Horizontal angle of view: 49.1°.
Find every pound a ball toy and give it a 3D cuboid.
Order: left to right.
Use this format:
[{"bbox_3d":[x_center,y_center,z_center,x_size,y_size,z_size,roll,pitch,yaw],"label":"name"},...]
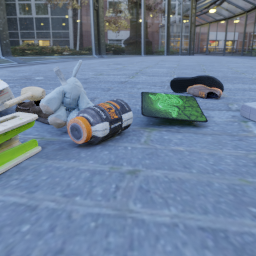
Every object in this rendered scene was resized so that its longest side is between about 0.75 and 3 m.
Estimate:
[{"bbox_3d":[-2.698,0.006,5.876,0.952,1.461,2.240,6,19,18],"label":"pound a ball toy"}]

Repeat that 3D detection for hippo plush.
[{"bbox_3d":[-1.849,-0.758,8.229,1.482,1.861,1.496,-22,7,-18],"label":"hippo plush"}]

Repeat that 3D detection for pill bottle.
[{"bbox_3d":[-0.714,-0.146,7.217,0.939,0.939,1.768,12,22,32],"label":"pill bottle"}]

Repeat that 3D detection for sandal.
[{"bbox_3d":[3.236,-2.088,13.135,2.592,0.974,0.620,11,35,33],"label":"sandal"}]

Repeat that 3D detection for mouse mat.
[{"bbox_3d":[1.415,-0.754,9.216,1.993,0.093,2.477,5,23,0],"label":"mouse mat"}]

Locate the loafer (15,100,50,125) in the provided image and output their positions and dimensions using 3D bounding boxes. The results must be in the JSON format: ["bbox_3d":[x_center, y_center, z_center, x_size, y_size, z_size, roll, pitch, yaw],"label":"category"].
[{"bbox_3d":[-2.907,-0.679,9.184,2.129,0.756,0.777,12,21,32],"label":"loafer"}]

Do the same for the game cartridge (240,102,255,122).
[{"bbox_3d":[5.037,-0.381,8.727,1.833,0.556,2.749,-13,21,-24],"label":"game cartridge"}]

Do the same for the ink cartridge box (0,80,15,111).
[{"bbox_3d":[-4.698,-0.998,9.563,1.321,0.778,2.294,-32,30,-22],"label":"ink cartridge box"}]

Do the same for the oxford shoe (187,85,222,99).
[{"bbox_3d":[3.359,-1.586,12.455,1.537,0.548,0.560,8,24,23],"label":"oxford shoe"}]
